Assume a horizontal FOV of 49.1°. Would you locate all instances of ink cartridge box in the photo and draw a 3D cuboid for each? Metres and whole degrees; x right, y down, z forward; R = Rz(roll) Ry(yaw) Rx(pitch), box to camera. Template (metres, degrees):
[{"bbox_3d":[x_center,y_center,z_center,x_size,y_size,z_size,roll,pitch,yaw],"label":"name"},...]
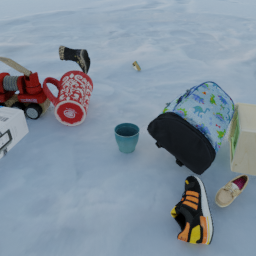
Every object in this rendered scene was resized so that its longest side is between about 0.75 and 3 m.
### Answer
[{"bbox_3d":[-4.847,0.408,9.026,1.706,0.997,2.940,10,35,15],"label":"ink cartridge box"}]

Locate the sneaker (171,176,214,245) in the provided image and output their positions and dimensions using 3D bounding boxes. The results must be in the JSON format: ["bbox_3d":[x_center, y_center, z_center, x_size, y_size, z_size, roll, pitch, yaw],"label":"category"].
[{"bbox_3d":[1.490,1.932,7.010,0.897,0.698,1.995,2,36,-2],"label":"sneaker"}]

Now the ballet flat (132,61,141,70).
[{"bbox_3d":[0.466,-3.370,15.409,0.338,0.368,1.073,-29,32,7],"label":"ballet flat"}]

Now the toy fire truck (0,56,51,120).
[{"bbox_3d":[-4.400,-1.686,10.708,2.309,2.624,1.688,5,34,7],"label":"toy fire truck"}]

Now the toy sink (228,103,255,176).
[{"bbox_3d":[3.975,0.152,8.936,1.329,1.546,2.371,9,36,13],"label":"toy sink"}]

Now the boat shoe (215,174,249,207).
[{"bbox_3d":[2.738,1.592,7.350,1.220,0.422,0.450,-32,61,-31],"label":"boat shoe"}]

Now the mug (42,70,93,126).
[{"bbox_3d":[-2.390,-1.148,11.125,1.915,1.439,2.157,-3,38,-1],"label":"mug"}]

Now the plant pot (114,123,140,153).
[{"bbox_3d":[-0.038,0.372,9.280,0.843,0.792,0.843,0,34,0],"label":"plant pot"}]

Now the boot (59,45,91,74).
[{"bbox_3d":[-1.877,-2.435,9.957,0.969,1.287,0.471,14,74,5],"label":"boot"}]

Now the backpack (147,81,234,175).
[{"bbox_3d":[2.163,-0.262,8.738,2.166,2.041,2.655,42,33,4],"label":"backpack"}]
